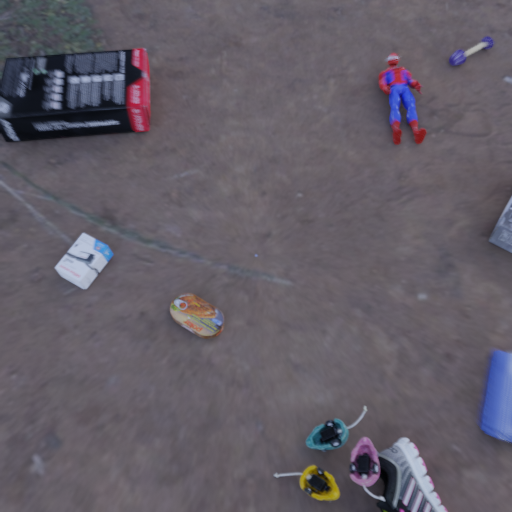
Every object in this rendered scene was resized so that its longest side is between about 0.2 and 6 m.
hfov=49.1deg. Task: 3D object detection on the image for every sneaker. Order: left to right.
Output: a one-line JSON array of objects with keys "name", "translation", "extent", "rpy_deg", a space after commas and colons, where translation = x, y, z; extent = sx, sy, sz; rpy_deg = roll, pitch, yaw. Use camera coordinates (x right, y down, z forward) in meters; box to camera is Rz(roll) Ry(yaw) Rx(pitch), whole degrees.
[{"name": "sneaker", "translation": [1.996, 3.331, 7.310], "extent": [0.779, 0.657, 1.780], "rpy_deg": [-14, 54, -9]}]

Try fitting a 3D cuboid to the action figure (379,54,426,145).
[{"name": "action figure", "translation": [2.981, -3.340, 11.554], "extent": [0.767, 0.606, 2.343], "rpy_deg": [-5, 56, 4]}]

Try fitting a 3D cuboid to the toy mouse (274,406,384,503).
[{"name": "toy mouse", "translation": [1.217, 2.717, 7.640], "extent": [1.573, 0.304, 1.398], "rpy_deg": [10, 57, 43]}]

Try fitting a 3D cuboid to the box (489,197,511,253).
[{"name": "box", "translation": [5.495, -0.473, 9.733], "extent": [2.246, 0.543, 1.779], "rpy_deg": [29, 62, 17]}]

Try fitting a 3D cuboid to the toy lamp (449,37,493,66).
[{"name": "toy lamp", "translation": [4.742, -4.520, 12.418], "extent": [1.123, 0.327, 0.327], "rpy_deg": [-29, 62, -19]}]

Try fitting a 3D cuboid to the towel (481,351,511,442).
[{"name": "towel", "translation": [4.362, 2.292, 8.242], "extent": [1.934, 0.231, 1.400], "rpy_deg": [18, 58, 9]}]

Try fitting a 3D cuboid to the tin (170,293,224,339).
[{"name": "tin", "translation": [-0.956, 0.977, 9.049], "extent": [0.954, 0.200, 0.534], "rpy_deg": [29, 58, 17]}]

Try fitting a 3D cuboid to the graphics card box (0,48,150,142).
[{"name": "graphics card box", "translation": [-3.645, -3.287, 11.380], "extent": [2.932, 0.746, 1.839], "rpy_deg": [-5, 58, -4]}]

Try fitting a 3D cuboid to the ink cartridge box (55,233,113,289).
[{"name": "ink cartridge box", "translation": [-2.905, 0.089, 9.473], "extent": [0.566, 0.329, 0.782], "rpy_deg": [25, 67, 17]}]
